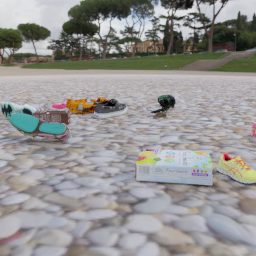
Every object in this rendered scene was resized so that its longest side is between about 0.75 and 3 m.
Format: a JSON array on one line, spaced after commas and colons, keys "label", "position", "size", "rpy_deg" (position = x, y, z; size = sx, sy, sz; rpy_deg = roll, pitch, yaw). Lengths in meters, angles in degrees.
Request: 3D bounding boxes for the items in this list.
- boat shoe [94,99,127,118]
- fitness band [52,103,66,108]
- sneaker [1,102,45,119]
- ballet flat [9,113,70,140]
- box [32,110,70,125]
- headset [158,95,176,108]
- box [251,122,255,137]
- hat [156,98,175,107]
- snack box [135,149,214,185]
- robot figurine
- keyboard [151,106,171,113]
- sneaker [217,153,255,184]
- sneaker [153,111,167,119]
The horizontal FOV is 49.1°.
[{"label": "boat shoe", "position": [-0.800, -1.069, 13.855], "size": [0.814, 0.771, 2.328], "rpy_deg": [22, 25, 34]}, {"label": "fitness band", "position": [-3.963, -1.292, 16.218], "size": [0.724, 0.189, 1.008], "rpy_deg": [-13, 18, -42]}, {"label": "sneaker", "position": [-4.793, -0.803, 13.242], "size": [2.065, 0.803, 1.444], "rpy_deg": [14, 15, 21]}, {"label": "ballet flat", "position": [-2.988, 0.073, 9.576], "size": [2.176, 0.774, 0.752], "rpy_deg": [11, 55, 10]}, {"label": "box", "position": [-3.270, -0.442, 12.047], "size": [1.498, 0.561, 0.750], "rpy_deg": [0, 13, -6]}, {"label": "headset", "position": [2.140, -1.461, 14.909], "size": [0.882, 0.671, 1.429], "rpy_deg": [-7, -25, 28]}, {"label": "box", "position": [4.859, 0.135, 9.762], "size": [0.551, 0.508, 1.073], "rpy_deg": [-2, 14, -8]}, {"label": "hat", "position": [2.167, -1.333, 16.525], "size": [0.915, 0.805, 0.758], "rpy_deg": [40, 16, -19]}, {"label": "snack box", "position": [1.105, 0.899, 6.766], "size": [1.722, 0.456, 1.225], "rpy_deg": [3, 14, 10]}, {"label": "robot figurine", "position": [-1.978, -1.221, 14.837], "size": [2.417, 0.704, 1.753], "rpy_deg": [-6, 17, -22]}, {"label": "keyboard", "position": [1.802, -0.921, 14.847], "size": [0.678, 0.258, 1.303], "rpy_deg": [-19, 1, 40]}, {"label": "sneaker", "position": [2.597, 0.917, 6.563], "size": [0.460, 0.531, 1.176], "rpy_deg": [-8, 18, -35]}, {"label": "sneaker", "position": [1.506, -0.646, 13.336], "size": [0.824, 0.311, 0.290], "rpy_deg": [-10, 17, -38]}]
